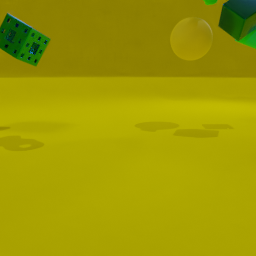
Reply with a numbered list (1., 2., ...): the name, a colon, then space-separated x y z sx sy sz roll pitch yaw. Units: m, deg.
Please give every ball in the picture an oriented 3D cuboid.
1. ball: 1.856 -2.605 8.222 1.209 1.209 1.209 0 11 0

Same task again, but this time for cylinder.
1. cylinder: 3.588 -2.731 8.058 0.723 0.723 0.723 21 12 -1

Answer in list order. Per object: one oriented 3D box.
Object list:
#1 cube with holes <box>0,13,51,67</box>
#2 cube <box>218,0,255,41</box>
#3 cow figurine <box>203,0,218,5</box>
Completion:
1. cube with holes: -2.852 -2.344 7.562 0.883 0.883 0.883 32 7 14
2. cube: 2.934 -2.906 7.259 0.761 0.761 0.761 -35 -25 -10
3. cow figurine: 2.303 -3.855 7.971 0.892 0.490 0.878 30 14 -28
